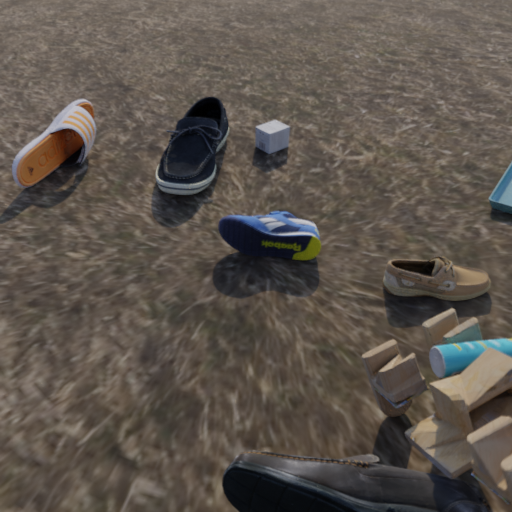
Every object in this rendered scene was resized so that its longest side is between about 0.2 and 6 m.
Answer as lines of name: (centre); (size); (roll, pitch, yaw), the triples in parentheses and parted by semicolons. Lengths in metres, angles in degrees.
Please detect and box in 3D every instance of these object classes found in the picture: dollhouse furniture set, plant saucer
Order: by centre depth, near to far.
dollhouse furniture set: (2.842, 1.590, 5.708); (2.532, 1.648, 2.326); (-25, 18, -12)
plant saucer: (5.175, -1.423, 10.625); (0.886, 0.240, 2.534); (22, 42, 26)

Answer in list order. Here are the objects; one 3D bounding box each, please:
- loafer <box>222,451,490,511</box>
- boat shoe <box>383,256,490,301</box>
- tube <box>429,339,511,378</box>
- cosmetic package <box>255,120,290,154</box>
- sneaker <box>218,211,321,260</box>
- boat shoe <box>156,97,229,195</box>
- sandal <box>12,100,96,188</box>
loafer: (0.967, 2.349, 5.361); (2.577, 0.938, 0.931); (17, 32, 6)
boat shoe: (2.671, 0.299, 8.188); (1.563, 0.504, 0.557); (-1, 37, -1)
tube: (2.491, 1.027, 5.903); (1.286, 0.324, 0.498); (-7, 12, -10)
cosmetic package: (0.338, -2.508, 11.802); (0.565, 0.470, 0.473); (-27, 45, -32)
sneaker: (0.224, -0.379, 9.009); (1.658, 0.613, 0.682); (11, 40, 2)
boat shoe: (-1.226, -2.224, 11.061); (1.151, 0.960, 3.085); (9, 40, 8)
sandal: (-3.718, -2.112, 11.019); (0.721, 0.964, 2.516); (14, 49, 15)
